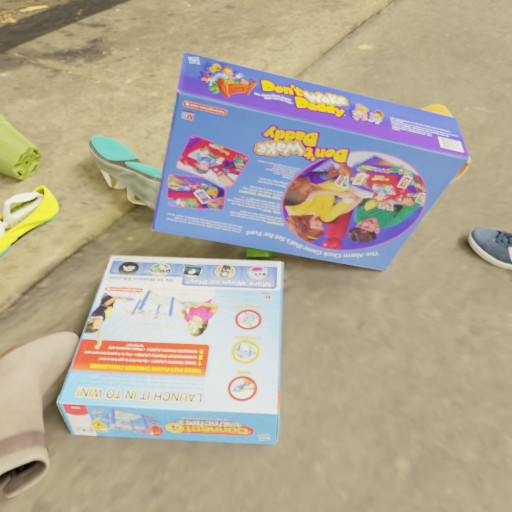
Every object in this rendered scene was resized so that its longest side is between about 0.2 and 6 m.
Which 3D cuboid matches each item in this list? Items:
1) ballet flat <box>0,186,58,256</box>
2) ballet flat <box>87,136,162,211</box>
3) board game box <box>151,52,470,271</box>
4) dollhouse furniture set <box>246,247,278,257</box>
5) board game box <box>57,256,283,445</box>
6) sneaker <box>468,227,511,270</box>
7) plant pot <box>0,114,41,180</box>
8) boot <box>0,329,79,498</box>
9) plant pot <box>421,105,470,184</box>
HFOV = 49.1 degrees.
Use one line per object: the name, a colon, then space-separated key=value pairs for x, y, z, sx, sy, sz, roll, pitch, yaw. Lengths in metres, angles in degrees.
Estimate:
ballet flat: x=-4.980 y=-0.649 z=11.119 sx=0.786 sy=0.789 sz=2.353 roll=25 pitch=48 yaw=25
ballet flat: x=-2.833 y=-1.750 z=12.201 sx=0.995 sy=0.940 sz=2.952 roll=-10 pitch=33 yaw=-45
board game box: x=0.690 y=-1.327 z=9.365 sx=4.452 sy=2.993 sz=0.997 roll=10 pitch=50 yaw=-12
dollhouse furniture set: x=0.089 y=-0.887 z=10.629 sx=0.891 sy=1.783 sz=0.688 roll=2 pitch=4 yaw=21
board game box: x=-1.119 y=1.345 z=8.885 sx=3.069 sy=0.858 sz=3.005 roll=2 pitch=43 yaw=3
sneaker: x=5.221 y=-0.187 z=10.456 sx=2.376 sy=1.004 sz=0.891 roll=26 pitch=48 yaw=26
plant pot: x=-5.688 y=-2.385 z=12.809 sx=1.300 sy=1.369 sz=1.369 roll=29 pitch=49 yaw=11
boot: x=-3.251 y=2.259 z=7.623 sx=2.615 sy=0.918 sz=1.912 roll=-38 pitch=41 yaw=-20
plant pot: x=4.027 y=-2.364 z=12.621 sx=1.519 sy=1.519 sz=1.391 roll=-17 pitch=60 yaw=-18
